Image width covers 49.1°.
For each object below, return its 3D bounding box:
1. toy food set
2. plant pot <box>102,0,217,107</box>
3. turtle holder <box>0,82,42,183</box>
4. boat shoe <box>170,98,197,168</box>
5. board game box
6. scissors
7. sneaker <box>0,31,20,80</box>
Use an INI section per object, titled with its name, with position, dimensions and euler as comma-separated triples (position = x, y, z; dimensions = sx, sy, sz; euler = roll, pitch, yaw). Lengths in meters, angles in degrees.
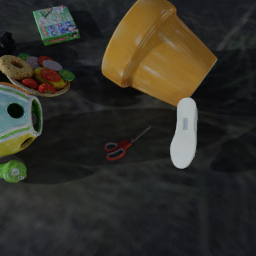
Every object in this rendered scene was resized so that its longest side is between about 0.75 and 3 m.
[toy food set]
position = -2.939, -1.807, 9.282
dimensions = 2.160, 0.525, 2.138
euler = 34, 33, 10
[plant pot]
position = 1.128, -2.142, 8.785
dimensions = 2.703, 2.953, 2.953
euler = 36, 60, 6
[turtle holder]
position = -3.367, -0.029, 7.499
dimensions = 1.834, 1.962, 2.582
euler = -4, 56, 0
[boat shoe]
position = 1.603, 0.156, 7.757
dimensions = 0.694, 0.660, 1.927
euler = -4, 77, 27
[board game box]
position = -3.049, -4.391, 11.833
dimensions = 1.485, 0.321, 2.207
euler = -18, 55, -12
[scissors]
position = 0.082, 0.454, 8.364
dimensions = 1.697, 0.118, 0.621
euler = -21, 54, -17
[sneaker]
position = -4.593, -2.646, 10.095
dimensions = 1.291, 1.116, 2.948
euler = -11, 54, -15
